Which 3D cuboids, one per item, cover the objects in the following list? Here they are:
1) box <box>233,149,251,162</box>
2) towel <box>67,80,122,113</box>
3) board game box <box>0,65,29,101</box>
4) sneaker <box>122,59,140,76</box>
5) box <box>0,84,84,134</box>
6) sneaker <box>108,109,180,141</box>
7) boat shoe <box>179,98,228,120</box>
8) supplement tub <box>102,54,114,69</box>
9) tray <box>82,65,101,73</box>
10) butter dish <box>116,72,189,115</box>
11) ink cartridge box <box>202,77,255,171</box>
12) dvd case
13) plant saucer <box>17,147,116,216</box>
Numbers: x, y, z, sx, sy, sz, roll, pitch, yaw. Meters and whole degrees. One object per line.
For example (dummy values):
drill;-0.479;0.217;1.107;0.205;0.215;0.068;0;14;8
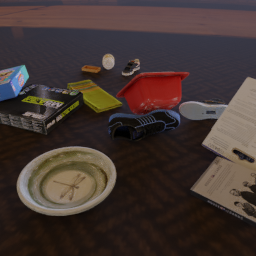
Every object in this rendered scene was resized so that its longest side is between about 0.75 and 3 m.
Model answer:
box;3.460;0.699;8.825;0.754;0.443;0.741;7;33;12
towel;-1.559;-1.518;12.531;1.271;0.267;2.953;-20;38;-28
board game box;-5.669;-1.805;11.970;2.254;0.667;2.964;-15;27;-1
sneaker;0.139;-3.299;15.097;0.564;0.571;1.437;18;38;24
box;-3.565;-0.874;11.138;2.721;0.646;2.627;12;32;21
sneaker;0.577;-0.005;9.652;2.544;0.892;0.991;-4;38;2
boat shoe;2.973;-0.773;11.046;1.979;0.700;0.898;5;25;2
supplement tub;-1.092;-3.695;15.620;0.655;0.655;0.908;-2;32;-3
tray;-2.011;-3.227;15.344;0.933;0.173;0.460;12;34;17
butter dish;1.010;-1.046;10.610;2.287;1.690;2.280;-7;-12;-25
ink cartridge box;4.019;0.076;8.294;2.642;2.691;0.583;35;2;41
dvd case;2.892;1.605;7.254;2.033;0.251;1.528;22;47;37
plant saucer;-1.571;1.460;7.430;2.528;0.634;2.528;1;32;0
